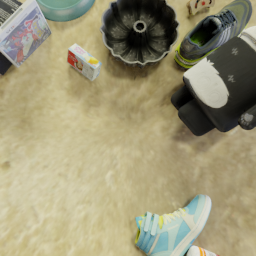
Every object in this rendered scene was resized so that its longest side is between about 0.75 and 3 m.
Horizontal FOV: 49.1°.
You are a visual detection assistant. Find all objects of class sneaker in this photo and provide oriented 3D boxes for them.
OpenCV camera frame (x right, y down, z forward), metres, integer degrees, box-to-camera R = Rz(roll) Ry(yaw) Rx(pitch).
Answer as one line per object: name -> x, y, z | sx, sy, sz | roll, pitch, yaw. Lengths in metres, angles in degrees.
sneaker -> 2.381, -2.610, 7.416 | 2.587, 1.047, 0.956 | -42, 82, -8
sneaker -> 0.976, 2.224, 6.753 | 1.360, 0.829, 2.083 | 36, 82, 4

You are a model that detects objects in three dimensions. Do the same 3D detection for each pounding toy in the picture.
pounding toy -> 2.090, -3.590, 8.009 | 0.955, 0.548, 0.546 | -41, 111, 3

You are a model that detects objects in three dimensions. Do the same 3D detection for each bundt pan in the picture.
bundt pan -> 0.310, -2.550, 7.560 | 2.089, 0.784, 2.089 | 0, 81, 1

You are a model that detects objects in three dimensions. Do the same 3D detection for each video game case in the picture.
video game case -> -2.649, -2.356, 7.129 | 0.179, 1.558, 1.419 | 40, 83, 5

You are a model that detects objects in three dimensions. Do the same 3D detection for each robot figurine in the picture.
robot figurine -> 2.506, -1.033, 6.606 | 2.910, 1.816, 2.186 | -36, 76, 16

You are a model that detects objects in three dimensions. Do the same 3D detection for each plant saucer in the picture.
plant saucer -> -1.921, -4.084, 8.074 | 2.082, 0.285, 2.082 | 0, 80, 1

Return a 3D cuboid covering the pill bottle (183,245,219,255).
pill bottle -> 2.302, 3.702, 6.229 | 2.380, 1.345, 1.345 | 21, 81, 4

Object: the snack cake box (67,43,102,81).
snack cake box -> -1.188, -1.758, 7.528 | 0.921, 0.530, 0.309 | 38, 59, 5

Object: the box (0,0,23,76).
box -> -3.745, -2.746, 7.466 | 1.950, 1.015, 1.776 | 34, 81, 6
